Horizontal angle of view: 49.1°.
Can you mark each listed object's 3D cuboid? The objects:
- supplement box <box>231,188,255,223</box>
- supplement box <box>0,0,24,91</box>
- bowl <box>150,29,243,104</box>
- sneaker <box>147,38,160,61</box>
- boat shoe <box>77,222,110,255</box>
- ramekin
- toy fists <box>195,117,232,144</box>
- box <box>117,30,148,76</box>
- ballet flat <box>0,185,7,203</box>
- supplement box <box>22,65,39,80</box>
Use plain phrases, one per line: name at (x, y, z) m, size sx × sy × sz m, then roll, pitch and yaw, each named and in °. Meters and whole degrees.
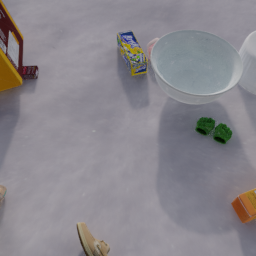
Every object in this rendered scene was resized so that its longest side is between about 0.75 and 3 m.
supplement box at (3.463, 1.699, 6.795) m, size 1.741 × 0.579 × 0.599 m, roll -18°, pitch 57°, yaw -11°
supplement box at (-4.613, -2.823, 8.613) m, size 1.692 × 2.513 × 2.548 m, roll -15°, pitch 55°, yaw 2°
bowl at (1.990, -1.696, 8.720) m, size 2.761 × 1.241 × 2.761 m, roll 1°, pitch 57°, yaw -2°
sneaker at (1.395, -2.930, 10.012) m, size 1.537 × 0.579 × 0.804 m, roll -15°, pitch 61°, yaw -5°
boat shoe at (-0.643, 2.731, 6.135) m, size 0.504 × 0.557 × 1.562 m, roll -24°, pitch 68°, yaw -22°
ramekin at (4.733, -2.211, 9.179) m, size 2.335 × 1.138 × 2.335 m, roll 0°, pitch 55°, yaw 0°
toy fists at (2.500, 0.014, 8.108) m, size 1.039 × 0.357 × 0.530 m, roll 26°, pitch 59°, yaw 19°
box at (0.125, -2.659, 9.840) m, size 0.611 × 0.560 × 1.743 m, roll -14°, pitch 57°, yaw -10°
ballet flat at (-3.818, 1.494, 7.047) m, size 1.633 × 0.556 × 0.549 m, roll 16°, pitch 36°, yaw 5°
supplement box at (-3.461, -1.875, 9.487) m, size 0.791 × 0.241 × 0.431 m, roll -3°, pitch 56°, yaw 0°
